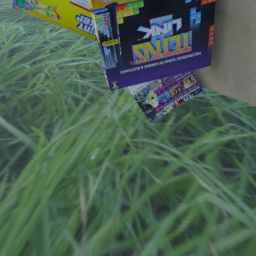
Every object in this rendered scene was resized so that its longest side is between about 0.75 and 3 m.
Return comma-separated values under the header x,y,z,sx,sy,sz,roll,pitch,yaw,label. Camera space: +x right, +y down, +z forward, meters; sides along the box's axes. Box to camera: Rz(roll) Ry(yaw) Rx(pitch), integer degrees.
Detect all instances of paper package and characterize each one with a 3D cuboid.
x,y,z,sx,sy,sz,roll,pitch,yaw,label
1.845,-1.956,5.084,1.269,2.453,2.338,-29,35,-18,paper package

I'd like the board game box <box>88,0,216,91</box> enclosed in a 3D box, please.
x,y,z,sx,sy,sz,roll,pitch,yaw,label
0.418,-1.527,4.453,1.839,1.520,0.522,-15,41,-4,board game box

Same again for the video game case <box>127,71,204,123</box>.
x,y,z,sx,sy,sz,roll,pitch,yaw,label
0.681,-0.907,5.692,1.276,1.157,0.229,-32,5,13,video game case

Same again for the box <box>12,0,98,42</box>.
x,y,z,sx,sy,sz,roll,pitch,yaw,label
-1.225,-3.617,7.295,2.860,1.745,2.755,16,26,-25,box
